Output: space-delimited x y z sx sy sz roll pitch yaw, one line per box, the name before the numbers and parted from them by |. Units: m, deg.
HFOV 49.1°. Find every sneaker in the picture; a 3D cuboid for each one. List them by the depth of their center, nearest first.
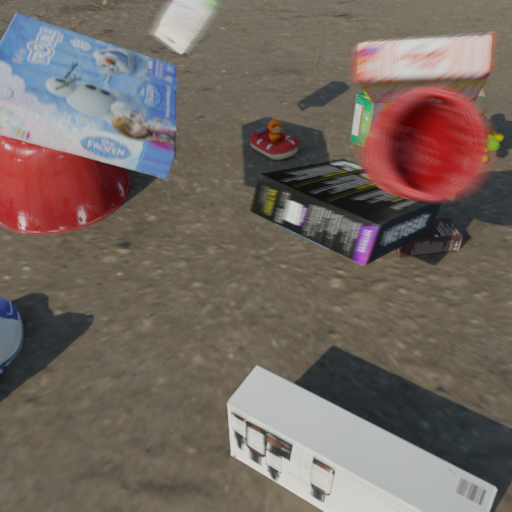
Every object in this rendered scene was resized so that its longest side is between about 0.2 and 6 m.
sneaker | -4.573 1.383 8.907 1.005 1.437 2.489 1 41 -1

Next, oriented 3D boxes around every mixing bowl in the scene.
mixing bowl | -4.634 -2.182 12.776 3.302 1.789 3.302 1 41 -1

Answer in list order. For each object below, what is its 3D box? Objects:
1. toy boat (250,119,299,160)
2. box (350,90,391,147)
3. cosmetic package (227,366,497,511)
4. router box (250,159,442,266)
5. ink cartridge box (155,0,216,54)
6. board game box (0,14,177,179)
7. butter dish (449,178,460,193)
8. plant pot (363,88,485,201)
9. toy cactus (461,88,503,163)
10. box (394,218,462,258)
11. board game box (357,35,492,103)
toy boat | 0.487 -3.097 14.479 0.891 0.892 1.365 -32 50 -31
box | 3.487 -4.104 15.232 0.592 1.436 2.448 30 48 29
cosmetic package | 1.194 2.816 7.334 3.320 1.370 0.841 22 48 24
router box | 1.669 -0.904 9.825 2.222 0.761 2.979 28 28 28
ink cartridge box | -1.505 -5.040 11.877 0.746 0.429 1.274 33 79 -18
board game box | -2.774 -2.692 9.222 2.895 0.631 2.909 12 41 -19
butter dish | 4.532 -1.890 13.378 0.699 0.518 0.701 7 42 9
plant pot | 2.314 -1.565 8.134 1.508 1.508 1.373 -2 7 -2
toy cactus | 5.628 -3.431 14.353 1.082 1.746 2.116 -10 33 19
box | 3.515 -0.390 11.689 1.308 0.490 0.655 -8 42 -6
board game box | 3.253 -3.548 10.911 2.220 0.679 2.931 3 8 17
